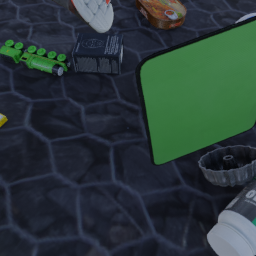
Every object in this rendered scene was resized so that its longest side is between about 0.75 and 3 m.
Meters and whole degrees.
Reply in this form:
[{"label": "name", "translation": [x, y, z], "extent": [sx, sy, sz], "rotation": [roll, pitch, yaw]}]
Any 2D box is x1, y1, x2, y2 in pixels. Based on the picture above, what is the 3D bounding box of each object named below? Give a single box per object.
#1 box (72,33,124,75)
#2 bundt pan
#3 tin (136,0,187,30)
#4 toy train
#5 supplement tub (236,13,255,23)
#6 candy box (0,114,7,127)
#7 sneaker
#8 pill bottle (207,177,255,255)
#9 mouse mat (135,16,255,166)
[{"label": "box", "translation": [-0.988, -2.564, 9.639], "extent": [1.579, 0.845, 1.172], "rotation": [4, 54, 3]}, {"label": "bundt pan", "translation": [2.521, 0.962, 6.878], "extent": [1.470, 0.552, 1.470], "rotation": [-18, 12, 4]}, {"label": "tin", "translation": [1.336, -5.057, 11.700], "extent": [1.526, 0.571, 2.726], "rotation": [-22, 57, -11]}, {"label": "toy train", "translation": [-3.280, -2.419, 9.759], "extent": [2.656, 0.554, 0.749], "rotation": [18, 66, 13]}, {"label": "supplement tub", "translation": [4.386, -2.524, 9.204], "extent": [1.533, 1.533, 2.323], "rotation": [-8, 54, -6]}, {"label": "candy box", "translation": [-4.451, 0.150, 8.015], "extent": [0.923, 0.239, 1.806], "rotation": [27, 59, 17]}, {"label": "sneaker", "translation": [-1.633, -3.857, 7.785], "extent": [2.965, 1.214, 1.142], "rotation": [46, 66, -22]}, {"label": "pill bottle", "translation": [2.703, 2.007, 6.119], "extent": [1.938, 1.096, 1.096], "rotation": [-36, 61, -24]}, {"label": "mouse mat", "translation": [1.355, -0.411, 4.608], "extent": [2.333, 2.900, 0.109], "rotation": [-21, 54, -4]}]
